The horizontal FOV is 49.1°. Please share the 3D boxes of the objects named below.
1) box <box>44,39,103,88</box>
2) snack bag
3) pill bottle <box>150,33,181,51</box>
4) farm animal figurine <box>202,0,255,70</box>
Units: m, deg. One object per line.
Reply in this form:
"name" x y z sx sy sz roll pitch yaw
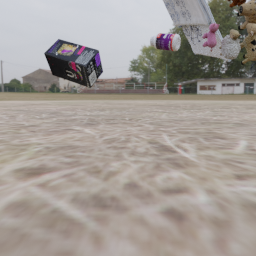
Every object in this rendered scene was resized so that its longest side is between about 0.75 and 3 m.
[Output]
"box" -1.664 -2.011 8.697 1.524 0.932 0.808 21 58 19
"snack bag" 2.017 -3.277 8.771 0.285 2.667 2.515 -36 24 0
"pill bottle" 0.991 -2.305 7.492 0.761 0.428 0.428 15 13 28
"farm animal figurine" 2.606 -2.251 6.160 1.381 1.710 0.860 32 -12 -15
